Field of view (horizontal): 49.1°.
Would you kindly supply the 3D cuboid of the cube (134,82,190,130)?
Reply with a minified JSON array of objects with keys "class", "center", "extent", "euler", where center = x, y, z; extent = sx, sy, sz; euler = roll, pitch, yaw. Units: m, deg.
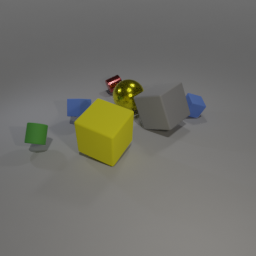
[{"class":"cube","center":[1.332,-0.855,10.894],"extent":[1.400,1.400,1.400],"euler":[2,29,47]}]

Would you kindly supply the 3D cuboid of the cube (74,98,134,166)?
[{"class":"cube","center":[-0.750,0.125,9.264],"extent":[1.400,1.400,1.400],"euler":[21,48,18]}]

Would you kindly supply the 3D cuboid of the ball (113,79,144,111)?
[{"class":"ball","center":[0.035,-1.404,12.133],"extent":[1.400,1.400,1.400],"euler":[0,31,0]}]

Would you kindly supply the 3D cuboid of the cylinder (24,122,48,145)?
[{"class":"cylinder","center":[-3.161,0.204,9.659],"extent":[0.700,0.700,0.700],"euler":[6,-6,1]}]

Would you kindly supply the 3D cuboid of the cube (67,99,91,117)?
[{"class":"cube","center":[-1.951,-0.814,11.223],"extent":[0.700,0.700,0.700],"euler":[3,5,33]}]

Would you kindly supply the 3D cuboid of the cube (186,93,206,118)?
[{"class":"cube","center":[2.749,-0.948,11.884],"extent":[0.700,0.700,0.700],"euler":[12,42,-21]}]

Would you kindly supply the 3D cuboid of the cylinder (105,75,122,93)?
[{"class":"cylinder","center":[-0.682,-2.198,13.954],"extent":[0.700,0.700,0.700],"euler":[-27,37,-10]}]
